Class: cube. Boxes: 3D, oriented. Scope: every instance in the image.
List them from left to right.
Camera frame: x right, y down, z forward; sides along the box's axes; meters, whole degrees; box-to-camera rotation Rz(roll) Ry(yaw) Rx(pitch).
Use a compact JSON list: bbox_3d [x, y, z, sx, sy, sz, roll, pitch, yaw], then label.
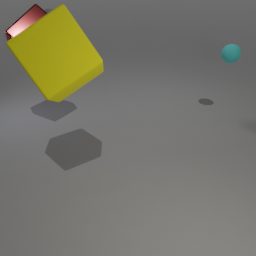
[{"bbox_3d":[-2.969,-2.863,9.319,1.400,1.400,1.400,-52,7,-17],"label":"cube"},{"bbox_3d":[-1.507,-1.549,6.250,1.400,1.400,1.400,-35,5,-2],"label":"cube"}]

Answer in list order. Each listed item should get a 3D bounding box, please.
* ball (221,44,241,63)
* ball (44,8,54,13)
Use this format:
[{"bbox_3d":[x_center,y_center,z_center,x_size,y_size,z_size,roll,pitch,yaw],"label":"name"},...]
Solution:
[{"bbox_3d":[3.879,-2.797,10.539,0.700,0.700,0.700,0,30,0],"label":"ball"},{"bbox_3d":[-2.853,-4.018,10.297,0.700,0.700,0.700,0,30,0],"label":"ball"}]
